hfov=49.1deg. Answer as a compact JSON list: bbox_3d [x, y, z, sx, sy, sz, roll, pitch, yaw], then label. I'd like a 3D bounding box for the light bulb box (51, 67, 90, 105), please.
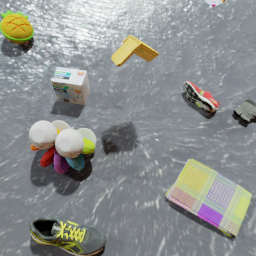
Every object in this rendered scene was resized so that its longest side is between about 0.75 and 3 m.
[{"bbox_3d":[-2.114,-1.562,10.519,1.165,1.175,0.733,9,59,6],"label":"light bulb box"}]

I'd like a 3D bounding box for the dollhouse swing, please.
[{"bbox_3d":[0.189,-2.175,8.484,0.973,0.941,1.070,23,19,-30],"label":"dollhouse swing"}]

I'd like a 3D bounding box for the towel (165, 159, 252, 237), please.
[{"bbox_3d":[2.542,2.100,8.785,2.325,0.265,1.670,28,62,16],"label":"towel"}]

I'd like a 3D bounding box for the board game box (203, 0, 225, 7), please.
[{"bbox_3d":[4.355,-6.541,14.249,0.856,0.111,0.856,-33,64,-19],"label":"board game box"}]

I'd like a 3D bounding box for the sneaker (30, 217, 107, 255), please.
[{"bbox_3d":[-1.723,3.010,7.800,2.252,0.953,0.839,7,59,4],"label":"sneaker"}]

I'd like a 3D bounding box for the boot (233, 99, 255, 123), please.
[{"bbox_3d":[4.626,-0.438,10.313,0.859,0.445,1.316,-42,59,-17],"label":"boot"}]

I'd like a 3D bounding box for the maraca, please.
[{"bbox_3d":[-4.929,-4.521,12.383,1.399,1.091,2.040,-2,56,-28],"label":"maraca"}]

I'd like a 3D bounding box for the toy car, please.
[{"bbox_3d":[-2.139,0.661,9.019,2.112,1.849,1.584,17,94,10],"label":"toy car"}]

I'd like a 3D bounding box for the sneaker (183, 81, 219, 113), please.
[{"bbox_3d":[2.797,-1.226,10.745,0.681,0.618,1.605,-33,71,-31],"label":"sneaker"}]
